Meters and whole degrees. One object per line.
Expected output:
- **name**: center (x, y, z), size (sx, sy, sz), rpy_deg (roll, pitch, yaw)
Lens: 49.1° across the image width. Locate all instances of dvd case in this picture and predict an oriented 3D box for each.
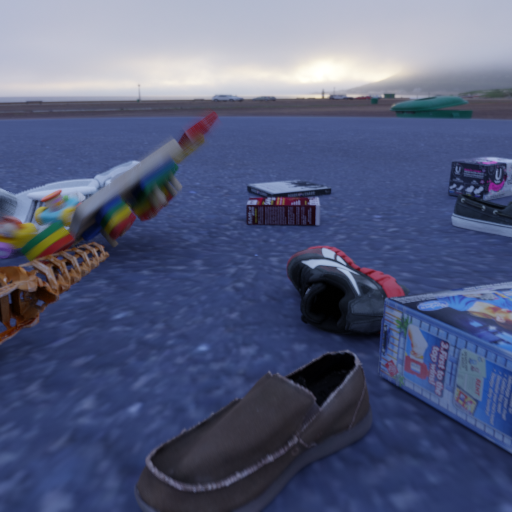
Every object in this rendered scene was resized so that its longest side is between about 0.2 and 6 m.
- **dvd case**: center (0.779, -1.589, 13.434), size (1.641, 0.203, 1.233), rpy_deg (-9, 20, -27)

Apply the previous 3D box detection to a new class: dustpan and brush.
- **dustpan and brush**: center (-3.281, -1.164, 10.702), size (2.388, 0.979, 3.422), rpy_deg (10, 20, 30)

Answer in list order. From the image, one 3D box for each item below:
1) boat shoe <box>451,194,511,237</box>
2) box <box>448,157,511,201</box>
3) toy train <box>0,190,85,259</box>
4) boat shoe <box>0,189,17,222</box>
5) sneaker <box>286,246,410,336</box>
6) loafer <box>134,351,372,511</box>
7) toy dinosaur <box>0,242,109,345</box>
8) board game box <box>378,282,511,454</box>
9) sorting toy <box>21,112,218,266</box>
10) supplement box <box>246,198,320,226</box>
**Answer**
- **boat shoe**: center (4.467, -0.684, 9.805), size (2.079, 0.589, 0.713), rpy_deg (13, 21, 36)
- **box**: center (5.365, -1.837, 13.123), size (1.480, 0.849, 0.978), rpy_deg (-13, 21, -36)
- **toy train**: center (-3.737, -0.670, 8.974), size (2.036, 0.566, 1.529), rpy_deg (-26, 34, -16)
- **boat shoe**: center (-3.568, -0.682, 7.524), size (0.613, 0.645, 1.790), rpy_deg (0, 0, -5)
- **sneaker**: center (0.770, 0.353, 6.242), size (0.947, 0.685, 1.938), rpy_deg (-7, 19, -27)
- **loafer**: center (0.039, 1.103, 3.792), size (1.950, 0.692, 0.712), rpy_deg (-16, 23, -42)
- **toy dinosaur**: center (-3.137, 0.491, 5.147), size (2.405, 1.810, 3.543), rpy_deg (33, 15, 36)
- **board game box**: center (2.686, 0.949, 4.140), size (2.550, 0.786, 2.548), rpy_deg (-5, 19, -18)
- **sorting toy**: center (-1.849, -0.830, 8.631), size (3.718, 0.629, 1.793), rpy_deg (-43, 6, -26)
- **supplement box**: center (0.517, -0.855, 10.669), size (1.367, 0.416, 0.744), rpy_deg (0, 17, 4)
